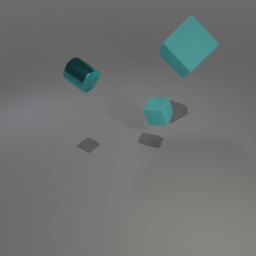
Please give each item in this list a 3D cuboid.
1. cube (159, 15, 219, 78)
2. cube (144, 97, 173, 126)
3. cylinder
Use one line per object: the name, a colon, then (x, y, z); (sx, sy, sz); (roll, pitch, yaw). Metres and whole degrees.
cube: (2.147, -2.878, 10.177); (1.400, 1.400, 1.400); (-44, 1, 1)
cube: (1.033, -0.568, 9.470); (0.700, 0.700, 0.700); (4, 46, 29)
cylinder: (-1.250, -1.419, 7.510); (0.700, 0.700, 0.700); (36, 42, 15)
